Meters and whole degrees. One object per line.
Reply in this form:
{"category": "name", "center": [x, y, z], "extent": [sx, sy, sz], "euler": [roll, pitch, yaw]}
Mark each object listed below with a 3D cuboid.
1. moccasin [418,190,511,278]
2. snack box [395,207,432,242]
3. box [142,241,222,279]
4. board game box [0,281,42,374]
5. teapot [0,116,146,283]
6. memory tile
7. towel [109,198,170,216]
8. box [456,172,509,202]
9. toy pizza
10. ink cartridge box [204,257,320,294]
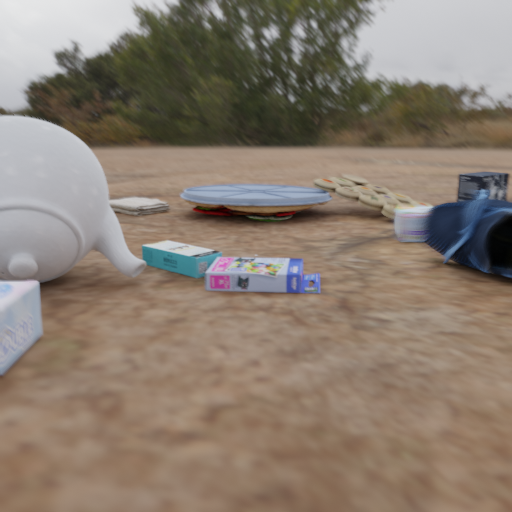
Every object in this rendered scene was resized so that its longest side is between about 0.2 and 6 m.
{"category": "moccasin", "center": [3.116, -0.274, 7.006], "extent": [0.931, 1.098, 2.730], "euler": [6, 6, -36]}
{"category": "snack box", "center": [3.340, -0.559, 9.683], "extent": [1.767, 0.468, 1.257], "euler": [1, 12, 11]}
{"category": "box", "center": [-1.021, 0.033, 7.616], "extent": [1.148, 0.282, 0.472], "euler": [12, 18, 41]}
{"category": "board game box", "center": [-3.294, 0.766, 3.802], "extent": [2.694, 0.587, 2.708], "euler": [0, 13, 1]}
{"category": "teapot", "center": [-2.802, -0.423, 6.569], "extent": [2.229, 2.200, 1.628], "euler": [-22, 50, 5]}
{"category": "memory tile", "center": [2.589, -1.308, 12.234], "extent": [2.410, 0.202, 1.847], "euler": [28, 25, 35]}
{"category": "towel", "center": [-2.755, -1.136, 12.659], "extent": [1.505, 0.259, 0.997], "euler": [11, 16, 39]}
{"category": "box", "center": [4.617, -1.211, 11.449], "extent": [1.049, 0.955, 0.546], "euler": [-11, 17, -36]}
{"category": "toy pizza", "center": [-0.001, -1.178, 12.272], "extent": [3.296, 0.522, 3.296], "euler": [1, 12, 0]}
{"category": "ink cartridge box", "center": [0.111, 0.226, 6.873], "extent": [1.351, 0.284, 0.806], "euler": [3, 14, 6]}
